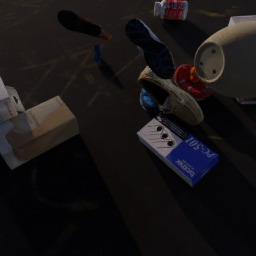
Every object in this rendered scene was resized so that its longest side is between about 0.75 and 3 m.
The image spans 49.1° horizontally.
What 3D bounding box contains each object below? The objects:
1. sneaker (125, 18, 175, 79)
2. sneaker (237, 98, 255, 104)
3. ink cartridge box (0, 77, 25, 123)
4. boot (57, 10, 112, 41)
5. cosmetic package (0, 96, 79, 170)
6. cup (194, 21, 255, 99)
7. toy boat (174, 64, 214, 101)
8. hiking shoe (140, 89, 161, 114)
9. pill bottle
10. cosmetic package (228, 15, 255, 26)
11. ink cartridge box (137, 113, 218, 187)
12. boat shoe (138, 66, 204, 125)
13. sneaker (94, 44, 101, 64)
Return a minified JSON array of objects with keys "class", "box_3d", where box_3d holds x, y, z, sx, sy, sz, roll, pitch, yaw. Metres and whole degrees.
[{"class":"sneaker","box_3d":[0.897,-2.810,9.901,2.439,0.923,0.940,56,22,-1]},{"class":"sneaker","box_3d":[4.515,-1.887,11.552,2.663,1.002,1.392,28,53,15]},{"class":"ink cartridge box","box_3d":[-5.194,-0.770,10.448,2.258,1.451,1.414,-25,56,-19]},{"class":"boot","box_3d":[-1.569,-3.809,10.481,1.743,0.634,1.851,15,15,3]},{"class":"cosmetic package","box_3d":[-3.314,0.111,10.075,2.744,0.975,1.443,-32,59,-22]},{"class":"cup","box_3d":[3.011,-1.974,8.347,1.689,2.361,2.361,-10,51,-30]},{"class":"toy boat","box_3d":[2.756,-2.070,11.595,1.169,1.171,1.792,-31,59,-21]},{"class":"hiking shoe","box_3d":[0.963,-1.761,11.391,0.964,1.124,2.592,1,53,0]},{"class":"pill bottle","box_3d":[2.258,-6.301,14.935,1.683,0.944,0.944,4,53,2]},{"class":"cosmetic package","box_3d":[5.491,-3.924,12.751,1.551,1.553,1.882,-5,53,-4]},{"class":"ink cartridge box","box_3d":[1.630,0.654,9.582,1.236,0.581,2.629,-40,55,-11]},{"class":"boat shoe","box_3d":[1.525,-1.043,10.470,2.926,1.083,0.971,42,55,0]},{"class":"sneaker","box_3d":[-1.433,-3.414,13.166,0.353,0.392,1.005,-1,74,-2]}]
